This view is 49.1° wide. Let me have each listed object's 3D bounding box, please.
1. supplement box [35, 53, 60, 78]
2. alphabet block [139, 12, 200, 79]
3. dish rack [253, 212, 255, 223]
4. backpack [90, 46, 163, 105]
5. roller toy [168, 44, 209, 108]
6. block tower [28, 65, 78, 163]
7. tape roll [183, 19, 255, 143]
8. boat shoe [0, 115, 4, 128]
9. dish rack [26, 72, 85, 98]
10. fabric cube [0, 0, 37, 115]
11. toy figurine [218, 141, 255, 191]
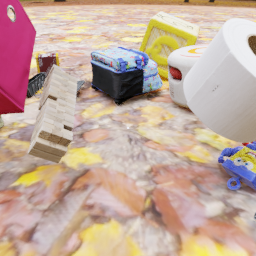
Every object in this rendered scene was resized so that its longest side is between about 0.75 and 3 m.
[{"bbox_3d":[-3.835,-3.015,13.486,1.038,1.024,0.689,-6,30,-11],"label":"supplement box"},{"bbox_3d":[1.906,-3.903,13.288,2.284,2.296,2.338,22,33,4],"label":"alphabet block"},{"bbox_3d":[3.115,1.965,5.221,1.068,0.380,1.392,-14,30,-26],"label":"dish rack"},{"bbox_3d":[0.072,-2.297,11.427,2.680,1.803,2.447,-17,32,-30],"label":"backpack"},{"bbox_3d":[2.785,-1.887,10.436,2.854,1.994,2.603,10,31,31],"label":"roller toy"},{"bbox_3d":[-1.583,-0.407,6.182,0.695,0.649,2.403,23,37,-28],"label":"block tower"},{"bbox_3d":[2.380,-0.946,5.650,2.107,1.447,2.107,14,51,-17],"label":"tape roll"},{"bbox_3d":[-4.402,-0.024,8.680,0.526,0.454,1.443,8,30,14],"label":"boat shoe"},{"bbox_3d":[-3.005,-1.835,11.641,2.291,0.625,1.758,-2,29,11],"label":"dish rack"},{"bbox_3d":[-3.670,-1.789,5.937,2.444,2.398,2.436,-6,64,8],"label":"fabric cube"},{"bbox_3d":[3.159,1.024,6.569,1.717,1.512,2.866,-42,39,-11],"label":"toy figurine"}]
